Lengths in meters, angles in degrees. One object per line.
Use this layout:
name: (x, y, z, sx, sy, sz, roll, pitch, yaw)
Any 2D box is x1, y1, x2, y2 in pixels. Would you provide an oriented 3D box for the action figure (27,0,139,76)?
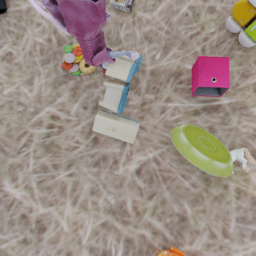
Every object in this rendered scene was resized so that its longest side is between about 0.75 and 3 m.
action figure: (-1.107, -2.552, 7.934, 2.193, 2.945, 1.973, -27, 49, -9)

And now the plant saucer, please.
plant saucer: (2.296, 0.555, 8.426, 2.173, 2.173, 0.338, 33, 118, 5)

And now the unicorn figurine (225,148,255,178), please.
unicorn figurine: (3.254, 1.010, 9.109, 1.592, 0.588, 1.093, -8, 67, -16)

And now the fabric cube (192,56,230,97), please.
fabric cube: (2.715, -1.685, 9.288, 1.033, 1.053, 1.049, 3, 80, 2)

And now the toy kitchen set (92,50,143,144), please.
toy kitchen set: (-0.012, -1.105, 9.372, 1.424, 1.936, 2.417, 19, 117, 4)

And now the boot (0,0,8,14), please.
boot: (-4.510, -4.628, 10.135, 1.029, 0.381, 0.843, -13, 78, 5)

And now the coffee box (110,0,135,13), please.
coffee box: (-0.200, -4.556, 10.152, 0.793, 0.317, 0.448, 18, 81, 3)

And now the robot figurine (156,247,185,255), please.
robot figurine: (1.389, 4.189, 8.433, 1.285, 0.749, 0.924, 23, 86, 4)

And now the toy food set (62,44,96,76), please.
toy food set: (-1.722, -2.403, 9.794, 1.193, 0.293, 1.205, -8, 81, -1)

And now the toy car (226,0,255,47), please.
toy car: (4.380, -3.721, 9.643, 1.234, 1.440, 1.646, -29, 79, -42)
